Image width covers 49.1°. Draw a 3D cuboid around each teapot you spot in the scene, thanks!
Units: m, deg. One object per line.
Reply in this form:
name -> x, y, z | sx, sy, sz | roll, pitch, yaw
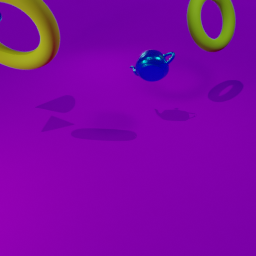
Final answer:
teapot -> 0.633, -1.762, 7.799 | 1.502, 0.934, 0.735 | -15, 55, 33

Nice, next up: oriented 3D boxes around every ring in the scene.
ring -> -2.334, -1.990, 5.638 | 1.939, 1.939, 0.388 | 4, 50, 6
ring -> 2.521, -3.243, 8.381 | 1.905, 1.905, 0.381 | -24, 17, -28

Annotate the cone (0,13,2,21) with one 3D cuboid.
cone -> -4.130, -2.676, 7.419 | 1.175, 1.180, 1.175 | 26, 36, -21
